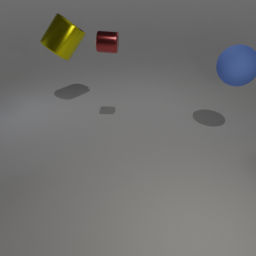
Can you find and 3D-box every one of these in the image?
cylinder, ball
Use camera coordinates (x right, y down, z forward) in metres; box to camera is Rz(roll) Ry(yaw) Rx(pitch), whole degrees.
[{"bbox_3d":[-0.690,-2.918,9.524,0.700,0.700,0.700,4,31,2],"label":"cylinder"},{"bbox_3d":[-2.740,-3.831,11.836,1.400,1.400,1.400,35,11,-8],"label":"cylinder"},{"bbox_3d":[3.761,-2.135,9.607,1.400,1.400,1.400,0,30,0],"label":"ball"}]
